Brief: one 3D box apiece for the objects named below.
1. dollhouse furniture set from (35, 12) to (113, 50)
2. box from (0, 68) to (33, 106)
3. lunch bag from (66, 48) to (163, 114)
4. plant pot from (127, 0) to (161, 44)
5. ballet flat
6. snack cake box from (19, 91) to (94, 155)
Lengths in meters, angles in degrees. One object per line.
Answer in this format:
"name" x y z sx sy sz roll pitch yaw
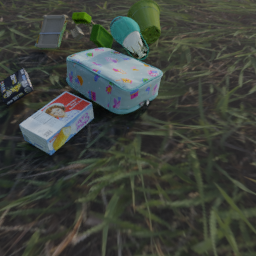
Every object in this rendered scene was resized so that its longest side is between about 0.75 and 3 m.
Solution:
"dollhouse furniture set" -2.103 -3.606 11.043 2.884 1.114 1.442 8 83 24
"box" -3.621 -1.338 9.042 0.965 0.294 1.197 -31 47 -3
"lunch bag" -0.382 -1.571 8.842 2.761 1.064 2.214 31 39 25
"plant pot" 0.763 -4.191 11.417 1.422 1.422 1.350 -6 58 -6
"ballet flat" 0.217 -2.924 9.542 0.872 2.590 0.912 -38 77 12
"snack cake box" -1.956 -0.198 7.915 1.050 0.614 1.826 24 49 25
